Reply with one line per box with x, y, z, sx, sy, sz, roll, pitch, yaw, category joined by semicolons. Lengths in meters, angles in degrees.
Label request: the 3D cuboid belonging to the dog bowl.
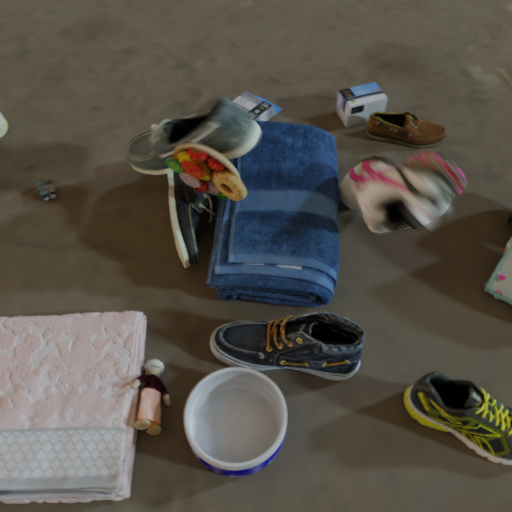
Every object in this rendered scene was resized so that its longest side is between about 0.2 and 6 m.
-0.329;2.686;9.108;1.641;0.646;1.641;0;54;0;dog bowl

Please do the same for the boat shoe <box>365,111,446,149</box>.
3.621;-3.055;13.398;1.929;0.656;0.694;3;53;2;boat shoe

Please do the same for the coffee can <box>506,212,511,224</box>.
6.083;-0.846;11.506;1.418;1.038;1.038;30;59;20;coffee can

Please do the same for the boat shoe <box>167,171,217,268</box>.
-1.308;-1.079;11.655;1.019;1.083;3.015;-6;51;-2;boat shoe

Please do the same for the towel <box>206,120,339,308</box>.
0.480;-1.060;11.638;2.495;1.085;4.470;4;53;2;towel

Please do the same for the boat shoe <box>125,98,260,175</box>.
-1.535;-2.476;11.283;3.375;1.043;1.229;-1;60;36;boat shoe

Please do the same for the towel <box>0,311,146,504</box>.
-3.681;2.404;9.391;3.428;0.553;3.274;-2;53;-2;towel

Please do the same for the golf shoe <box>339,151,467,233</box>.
2.406;-1.146;10.831;1.483;3.220;1.169;-47;108;-14;golf shoe

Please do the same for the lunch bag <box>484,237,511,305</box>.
5.467;0.240;10.608;1.594;1.141;1.872;30;89;20;lunch bag

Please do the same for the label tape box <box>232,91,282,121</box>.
-0.065;-3.707;14.051;0.906;0.398;1.257;34;60;23;label tape box

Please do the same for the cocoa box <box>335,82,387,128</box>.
2.589;-3.752;13.893;1.038;0.692;0.681;-16;55;-11;cocoa box

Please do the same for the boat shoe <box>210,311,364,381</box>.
0.515;1.400;9.705;2.699;1.225;0.955;7;53;5;boat shoe

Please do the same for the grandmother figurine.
-1.795;2.306;9.470;0.395;0.791;1.305;-28;39;23;grandmother figurine

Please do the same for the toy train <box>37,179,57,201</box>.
-4.667;-1.473;12.491;0.334;0.249;0.585;-18;55;-24;toy train

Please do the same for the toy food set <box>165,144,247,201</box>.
-0.954;-1.573;10.722;1.499;1.515;0.368;3;60;49;toy food set

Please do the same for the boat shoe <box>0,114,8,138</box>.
-6.986;-2.704;13.021;0.933;0.837;2.522;25;57;17;boat shoe

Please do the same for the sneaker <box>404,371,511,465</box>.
3.579;2.594;8.960;2.356;0.997;0.877;17;56;12;sneaker
